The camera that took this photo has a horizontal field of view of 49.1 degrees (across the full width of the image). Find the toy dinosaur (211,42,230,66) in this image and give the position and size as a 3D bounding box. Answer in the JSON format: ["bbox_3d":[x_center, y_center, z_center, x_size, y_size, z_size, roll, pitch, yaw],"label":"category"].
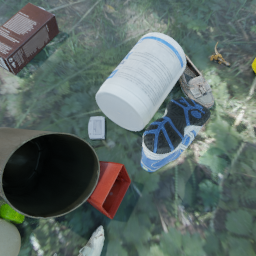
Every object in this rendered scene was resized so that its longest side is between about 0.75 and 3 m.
[{"bbox_3d":[3.274,-2.611,10.174,0.578,0.329,1.088,-15,69,-31],"label":"toy dinosaur"}]

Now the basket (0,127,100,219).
[{"bbox_3d":[-2.498,0.874,6.900,2.736,2.467,1.861,8,88,42],"label":"basket"}]

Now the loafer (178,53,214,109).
[{"bbox_3d":[2.130,-1.635,9.374,0.802,0.702,2.232,-24,65,-12],"label":"loafer"}]

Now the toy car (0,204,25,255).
[{"bbox_3d":[-4.046,2.786,6.829,2.371,1.871,1.948,-11,54,27],"label":"toy car"}]

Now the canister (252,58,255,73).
[{"bbox_3d":[5.334,-1.458,9.116,1.755,1.023,2.363,-11,61,-6],"label":"canister"}]

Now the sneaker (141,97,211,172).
[{"bbox_3d":[1.022,0.071,6.273,0.926,0.942,2.445,37,46,22],"label":"sneaker"}]

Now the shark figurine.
[{"bbox_3d":[-1.339,3.214,6.702,0.811,1.944,1.162,-7,90,38],"label":"shark figurine"}]

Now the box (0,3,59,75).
[{"bbox_3d":[-3.827,-3.258,10.122,1.275,0.954,2.546,30,68,15],"label":"box"}]

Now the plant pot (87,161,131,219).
[{"bbox_3d":[-0.726,1.539,7.493,1.052,1.194,1.193,18,63,21],"label":"plant pot"}]

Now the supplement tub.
[{"bbox_3d":[0.458,-1.453,8.672,1.787,1.787,2.709,30,65,15],"label":"supplement tub"}]

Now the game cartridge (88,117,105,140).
[{"bbox_3d":[-0.991,0.003,8.829,0.522,0.158,0.782,0,62,-4],"label":"game cartridge"}]
